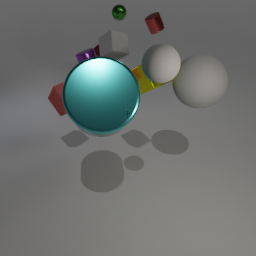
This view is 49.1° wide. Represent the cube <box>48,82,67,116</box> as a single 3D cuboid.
[{"bbox_3d":[-1.815,-0.897,8.262,0.700,0.700,0.700,-33,85,-37],"label":"cube"}]

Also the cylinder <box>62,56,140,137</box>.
[{"bbox_3d":[-0.537,-0.548,5.643,1.400,1.400,1.400,-4,-4,-7],"label":"cylinder"}]

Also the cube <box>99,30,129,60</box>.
[{"bbox_3d":[-0.467,-2.681,9.194,0.700,0.700,0.700,1,-9,-41],"label":"cube"}]

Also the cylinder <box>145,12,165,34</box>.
[{"bbox_3d":[1.188,-4.651,12.436,0.700,0.700,0.700,-22,34,16],"label":"cylinder"}]

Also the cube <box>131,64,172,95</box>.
[{"bbox_3d":[0.581,-1.374,7.395,0.700,0.700,0.700,-28,8,-33],"label":"cube"}]

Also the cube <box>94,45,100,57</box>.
[{"bbox_3d":[-1.308,-3.237,12.870,0.700,0.700,0.700,-37,62,15],"label":"cube"}]

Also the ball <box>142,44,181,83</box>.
[{"bbox_3d":[0.598,-1.169,5.085,0.700,0.700,0.700,0,34,0],"label":"ball"}]

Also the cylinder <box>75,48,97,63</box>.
[{"bbox_3d":[-1.446,-2.437,10.145,0.700,0.700,0.700,-17,27,9],"label":"cylinder"}]

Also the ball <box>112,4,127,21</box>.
[{"bbox_3d":[-0.411,-5.400,13.107,0.700,0.700,0.700,0,34,0],"label":"ball"}]

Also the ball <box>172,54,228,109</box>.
[{"bbox_3d":[1.866,-1.210,7.319,1.400,1.400,1.400,0,34,0],"label":"ball"}]
